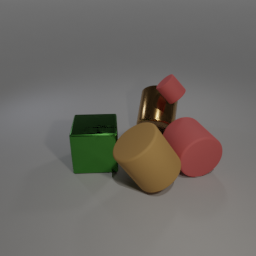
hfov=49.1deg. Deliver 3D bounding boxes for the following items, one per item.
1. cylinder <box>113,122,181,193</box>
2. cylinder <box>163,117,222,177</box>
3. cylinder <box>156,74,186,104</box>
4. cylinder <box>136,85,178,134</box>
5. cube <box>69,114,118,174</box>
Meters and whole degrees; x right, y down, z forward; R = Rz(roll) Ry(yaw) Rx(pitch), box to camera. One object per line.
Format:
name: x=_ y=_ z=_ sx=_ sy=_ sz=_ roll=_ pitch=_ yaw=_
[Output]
cylinder: x=0.529 y=0.807 z=7.705 sx=1.400 sy=1.400 sz=1.400 roll=-28 pitch=31 yaw=18
cylinder: x=1.967 y=0.568 z=8.761 sx=1.400 sy=1.400 sz=1.400 roll=-8 pitch=30 yaw=-14
cylinder: x=1.409 y=-1.276 z=9.185 sx=0.700 sy=0.700 sz=0.700 roll=-40 pitch=16 yaw=14
cylinder: x=1.104 y=-0.654 z=10.456 sx=1.400 sy=1.400 sz=1.400 roll=6 pitch=70 yaw=11
cube: x=-1.033 y=0.469 z=8.957 sx=1.400 sy=1.400 sz=1.400 roll=-2 pitch=29 yaw=-3
